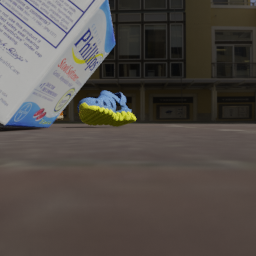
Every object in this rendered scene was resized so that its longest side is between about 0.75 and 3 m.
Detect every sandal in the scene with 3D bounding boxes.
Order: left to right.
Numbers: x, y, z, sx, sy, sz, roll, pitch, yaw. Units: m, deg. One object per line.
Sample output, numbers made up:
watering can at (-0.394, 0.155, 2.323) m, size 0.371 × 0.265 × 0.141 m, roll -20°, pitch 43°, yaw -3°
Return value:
sandal at (-0.656, -0.621, 8.150) m, size 0.935 × 1.024 × 2.352 m, roll -19°, pitch -11°, yaw 25°

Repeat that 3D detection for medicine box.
medicine box at (-1.501, -1.325, 5.099) m, size 1.279 × 2.485 × 2.264 m, roll 39°, pitch 0°, yaw 1°

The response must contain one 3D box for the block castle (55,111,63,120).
block castle at (-2.115, -0.590, 7.981) m, size 0.460 × 0.655 × 0.980 m, roll -2°, pitch 13°, yaw -17°
